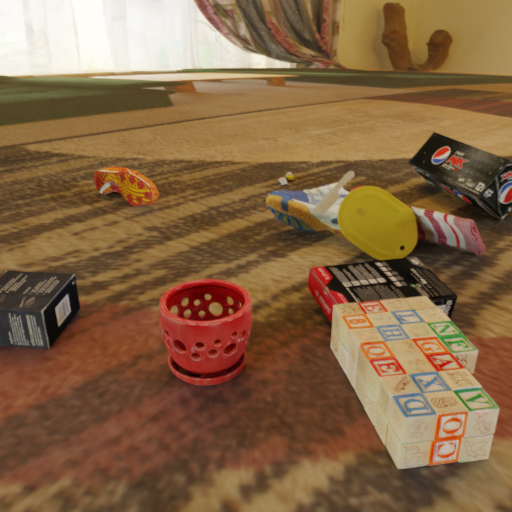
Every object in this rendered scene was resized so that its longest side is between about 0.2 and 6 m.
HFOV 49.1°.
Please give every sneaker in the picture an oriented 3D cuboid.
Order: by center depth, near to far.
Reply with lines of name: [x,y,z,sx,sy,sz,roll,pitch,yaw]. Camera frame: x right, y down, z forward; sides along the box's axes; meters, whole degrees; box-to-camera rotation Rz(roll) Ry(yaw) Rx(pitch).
sneaker: [1.373,-1.057,11.617,2.281,0.859,1.005,16,63,15]
sneaker: [-3.072,-1.834,13.766,0.924,0.874,2.395,-22,32,-38]

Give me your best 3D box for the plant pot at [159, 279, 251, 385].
plant pot: [-0.620,0.988,7.049,1.138,1.036,1.138,0,23,0]

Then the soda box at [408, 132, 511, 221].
soda box: [5.017,-1.991,13.443,0.990,1.106,3.126,35,10,-26]

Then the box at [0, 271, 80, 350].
box: [-3.296,0.748,8.058,1.112,0.653,1.094,4,26,6]

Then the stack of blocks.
stack of blocks: [1.876,1.355,6.637,1.347,0.685,2.339,-4,24,-9]

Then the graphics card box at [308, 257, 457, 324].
graphics card box: [1.878,0.562,8.479,1.908,0.485,1.197,-7,32,-18]

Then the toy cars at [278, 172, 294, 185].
toy cars: [0.807,-2.115,15.193,0.356,0.176,0.794,3,26,31]

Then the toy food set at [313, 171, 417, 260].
toy food set: [2.109,-0.717,10.537,1.925,1.133,0.629,36,6,-3]

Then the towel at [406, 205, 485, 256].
towel: [3.358,-0.541,10.663,1.801,0.205,1.297,19,-12,38]
